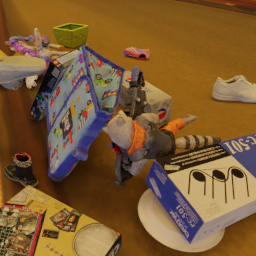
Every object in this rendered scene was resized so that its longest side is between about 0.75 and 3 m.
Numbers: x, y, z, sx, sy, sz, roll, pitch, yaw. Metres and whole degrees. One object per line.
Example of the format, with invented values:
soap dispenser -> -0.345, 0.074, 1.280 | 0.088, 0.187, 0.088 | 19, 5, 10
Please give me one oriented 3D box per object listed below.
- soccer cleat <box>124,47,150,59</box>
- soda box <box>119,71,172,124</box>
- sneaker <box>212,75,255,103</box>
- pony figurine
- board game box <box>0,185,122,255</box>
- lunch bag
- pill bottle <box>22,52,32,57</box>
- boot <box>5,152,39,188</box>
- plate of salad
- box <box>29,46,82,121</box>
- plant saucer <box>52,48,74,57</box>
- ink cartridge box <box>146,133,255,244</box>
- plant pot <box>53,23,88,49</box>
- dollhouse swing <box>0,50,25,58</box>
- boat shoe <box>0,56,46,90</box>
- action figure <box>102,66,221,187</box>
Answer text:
soccer cleat -> 0.380, -3.508, 13.261 | 1.339, 0.446, 0.512 | 10, 52, 19
soda box -> 0.317, -1.025, 9.012 | 0.854, 0.793, 2.501 | -19, 37, -26
sneaker -> 3.930, -1.384, 9.499 | 1.979, 0.875, 0.744 | 0, 31, 0
pony figurine -> -3.310, -2.817, 11.035 | 2.604, 2.169, 2.514 | 5, 26, -34
board game box -> -1.443, 1.956, 4.745 | 2.232, 0.386, 1.512 | 19, 37, 26
lunch bag -> -1.042, -0.236, 6.516 | 1.331, 2.130, 2.830 | 27, 30, -26
pill bottle -> -4.483, -3.191, 12.581 | 0.582, 0.582, 1.045 | -28, 42, -36
boot -> -2.395, 0.829, 6.148 | 1.019, 0.769, 0.368 | 22, 39, 30
plate of salad -> 0.975, 1.634, 5.221 | 1.607, 0.386, 1.607 | 5, 32, -3
box -> -2.024, -1.291, 8.293 | 0.409, 2.170, 1.482 | 40, 40, 0
plant saucer -> -3.060, -3.442, 13.255 | 1.368, 0.242, 1.368 | 0, 36, 0
ink cartridge box -> 1.967, 0.978, 5.443 | 2.985, 0.660, 1.403 | -10, 43, -31
plant pot -> -2.818, -4.499, 14.067 | 1.307, 1.186, 1.300 | 18, 37, 25
dollhouse swing -> -4.819, -2.559, 10.645 | 1.212, 1.173, 1.334 | -14, 34, 46
boat shoe -> -2.805, -1.259, 6.589 | 1.934, 0.689, 0.675 | -1, 33, 8
action figure -> 0.632, -0.047, 5.708 | 2.447, 2.530, 1.323 | 6, -6, -37
